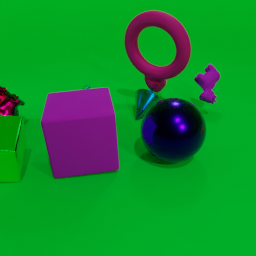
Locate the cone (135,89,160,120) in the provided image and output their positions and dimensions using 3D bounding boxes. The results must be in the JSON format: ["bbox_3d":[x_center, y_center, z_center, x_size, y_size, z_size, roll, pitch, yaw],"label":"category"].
[{"bbox_3d":[0.408,-0.538,8.106,0.846,0.846,0.850,16,59,26],"label":"cone"}]

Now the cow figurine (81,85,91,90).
[{"bbox_3d":[-1.307,-0.668,7.704,0.500,0.910,0.896,38,54,13],"label":"cow figurine"}]

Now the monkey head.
[{"bbox_3d":[-3.349,-0.544,7.113,1.739,1.251,1.048,6,57,55],"label":"monkey head"}]

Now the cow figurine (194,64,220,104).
[{"bbox_3d":[2.344,-1.217,8.007,0.961,0.527,0.945,-41,86,-9],"label":"cow figurine"}]

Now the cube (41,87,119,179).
[{"bbox_3d":[-0.971,0.058,5.968,1.359,1.359,1.359,-7,30,-6],"label":"cube"}]

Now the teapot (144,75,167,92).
[{"bbox_3d":[0.920,-1.550,8.972,0.628,0.797,1.282,-28,22,30],"label":"teapot"}]

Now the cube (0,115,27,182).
[{"bbox_3d":[-2.590,0.402,5.508,0.954,0.954,0.954,2,45,-12],"label":"cube"}]

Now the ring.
[{"bbox_3d":[0.788,-2.246,7.814,1.988,1.988,0.398,15,45,25],"label":"ring"}]

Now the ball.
[{"bbox_3d":[0.965,0.045,6.034,1.396,1.396,1.396,0,29,0],"label":"ball"}]
